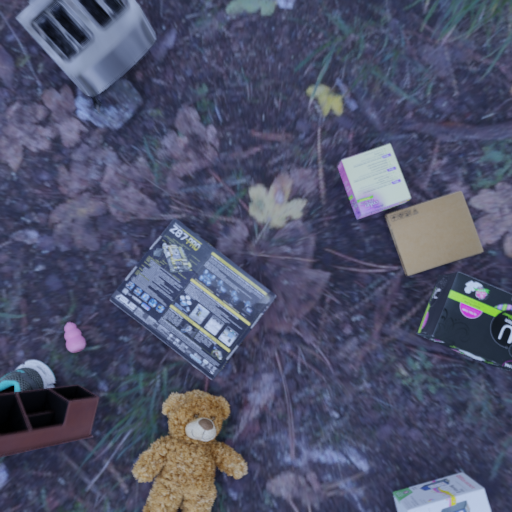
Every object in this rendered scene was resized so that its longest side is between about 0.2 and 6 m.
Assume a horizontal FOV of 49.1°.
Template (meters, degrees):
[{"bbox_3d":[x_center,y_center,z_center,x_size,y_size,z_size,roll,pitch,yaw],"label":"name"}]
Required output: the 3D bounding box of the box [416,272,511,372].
[{"bbox_3d":[4.069,1.207,10.245,1.728,1.074,1.284,23,85,1],"label":"box"}]

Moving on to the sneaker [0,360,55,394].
[{"bbox_3d":[-4.868,3.016,9.994,1.054,1.239,2.717,38,86,3],"label":"sneaker"}]

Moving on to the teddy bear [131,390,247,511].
[{"bbox_3d":[-1.218,3.857,10.093,1.983,0.913,2.735,29,86,0],"label":"teddy bear"}]

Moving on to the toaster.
[{"bbox_3d":[-3.128,-4.245,10.572,1.896,1.244,2.097,-42,88,0],"label":"toaster"}]

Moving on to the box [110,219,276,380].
[{"bbox_3d":[-1.165,0.792,10.507,2.443,0.600,1.970,37,85,3],"label":"box"}]

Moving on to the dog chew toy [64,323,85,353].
[{"bbox_3d":[-3.458,1.532,10.594,0.354,0.354,0.569,-23,79,-2],"label":"dog chew toy"}]

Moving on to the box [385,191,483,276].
[{"bbox_3d":[3.438,-0.430,10.845,1.561,0.166,1.276,-18,84,-2],"label":"box"}]

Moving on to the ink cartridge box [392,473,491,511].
[{"bbox_3d":[3.288,4.454,9.965,1.417,1.029,0.620,-13,85,-1],"label":"ink cartridge box"}]

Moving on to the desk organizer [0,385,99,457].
[{"bbox_3d":[-3.711,2.759,9.532,0.713,1.987,0.765,16,94,34],"label":"desk organizer"}]

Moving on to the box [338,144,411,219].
[{"bbox_3d":[2.248,-1.415,10.748,0.996,0.548,1.133,-20,84,-2],"label":"box"}]
